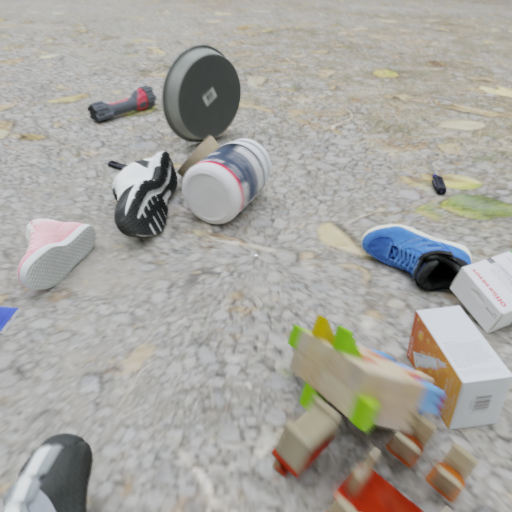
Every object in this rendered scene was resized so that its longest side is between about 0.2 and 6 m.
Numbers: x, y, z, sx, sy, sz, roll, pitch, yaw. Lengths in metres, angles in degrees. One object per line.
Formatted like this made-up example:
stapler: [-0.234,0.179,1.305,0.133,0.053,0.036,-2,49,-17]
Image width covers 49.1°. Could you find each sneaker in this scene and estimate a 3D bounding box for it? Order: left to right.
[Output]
sneaker: [-3.725,-0.074,9.718,1.037,0.746,1.983,12,28,11]
sneaker: [-1.394,3.100,4.619,1.865,1.212,3.230,7,43,1]
sneaker: [-2.418,-1.162,11.385,1.164,1.073,2.910,-12,28,10]
sneaker: [2.681,0.044,9.550,1.902,0.730,1.058,17,27,13]

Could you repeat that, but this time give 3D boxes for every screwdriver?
screwdriver: [4.145,-1.910,13.073,0.272,0.283,1.948,3,30,4]

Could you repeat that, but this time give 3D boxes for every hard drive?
hard drive: [-4.206,0.975,8.689,0.838,0.106,0.553,4,33,6]

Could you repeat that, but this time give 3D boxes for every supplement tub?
supplement tub: [-0.560,-1.576,11.528,1.286,1.286,1.833,14,35,21]

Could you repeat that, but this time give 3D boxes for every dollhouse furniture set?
dollhouse furniture set: [1.083,2.458,5.924,1.841,0.959,1.861,36,46,27]

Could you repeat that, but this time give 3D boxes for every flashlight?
flashlight: [-4.004,-4.529,16.700,2.055,0.698,0.696,-27,11,-32]

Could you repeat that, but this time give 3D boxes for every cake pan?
cake pan: [-1.306,-4.079,14.316,2.452,2.452,0.450,-28,39,-36]

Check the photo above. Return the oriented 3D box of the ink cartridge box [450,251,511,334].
ink cartridge box: [3.890,0.520,8.762,1.335,0.563,0.975,-15,53,-22]

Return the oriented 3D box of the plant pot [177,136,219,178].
plant pot: [-1.125,-2.035,12.626,0.757,1.128,1.128,42,37,-7]

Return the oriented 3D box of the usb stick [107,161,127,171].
usb stick: [-3.271,-2.152,13.512,0.774,0.126,0.215,21,32,29]

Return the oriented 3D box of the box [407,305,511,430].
box: [2.591,1.419,7.311,0.668,0.853,1.371,-5,33,-8]

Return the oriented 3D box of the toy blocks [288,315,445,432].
toy blocks: [1.433,1.536,6.824,1.482,1.084,2.169,18,2,-20]
